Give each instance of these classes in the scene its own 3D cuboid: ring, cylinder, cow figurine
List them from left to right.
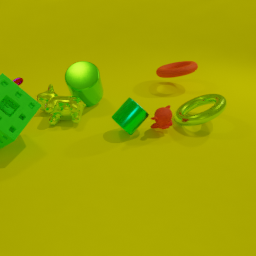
[{"bbox_3d":[-2.167,-0.784,9.082,1.658,0.910,1.631,-3,34,3],"label":"cow figurine"},{"bbox_3d":[-1.474,-1.486,9.604,1.151,1.151,1.151,-1,65,2],"label":"cylinder"},{"bbox_3d":[0.066,-0.341,8.068,0.796,0.796,0.796,-48,39,2],"label":"cylinder"},{"bbox_3d":[1.930,-2.334,11.108,1.655,0.331,1.655,-11,21,4],"label":"ring"},{"bbox_3d":[2.225,-0.577,8.681,1.650,0.330,1.650,-23,21,9],"label":"ring"}]

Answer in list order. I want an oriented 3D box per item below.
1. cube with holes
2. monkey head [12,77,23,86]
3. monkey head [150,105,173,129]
[{"bbox_3d":[-3.263,-0.376,7.180,1.217,1.217,1.217,-21,34,47],"label":"cube with holes"},{"bbox_3d":[-4.344,-1.248,9.391,1.781,1.282,1.073,-21,65,-18],"label":"monkey head"},{"bbox_3d":[0.942,-0.286,8.248,0.745,0.624,1.036,-9,18,39],"label":"monkey head"}]
